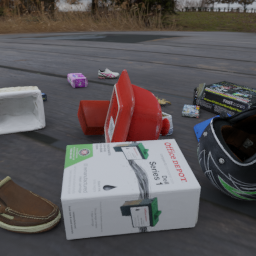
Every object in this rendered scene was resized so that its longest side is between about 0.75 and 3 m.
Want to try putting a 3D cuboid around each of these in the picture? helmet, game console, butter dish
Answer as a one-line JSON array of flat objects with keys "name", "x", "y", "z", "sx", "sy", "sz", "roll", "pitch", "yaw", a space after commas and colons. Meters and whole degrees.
[{"name": "helmet", "x": 2.885, "y": 0.677, "z": 6.903, "sx": 2.182, "sy": 2.289, "sz": 2.289, "roll": -19, "pitch": 19, "yaw": 20}, {"name": "game console", "x": 3.564, "y": 0.338, "z": 10.151, "sx": 1.764, "sy": 1.223, "sz": 2.067, "roll": 30, "pitch": 24, "yaw": -9}, {"name": "butter dish", "x": 0.377, "y": -0.143, "z": 8.613, "sx": 1.882, "sy": 2.539, "sz": 2.546, "roll": 9, "pitch": 29, "yaw": -14}]

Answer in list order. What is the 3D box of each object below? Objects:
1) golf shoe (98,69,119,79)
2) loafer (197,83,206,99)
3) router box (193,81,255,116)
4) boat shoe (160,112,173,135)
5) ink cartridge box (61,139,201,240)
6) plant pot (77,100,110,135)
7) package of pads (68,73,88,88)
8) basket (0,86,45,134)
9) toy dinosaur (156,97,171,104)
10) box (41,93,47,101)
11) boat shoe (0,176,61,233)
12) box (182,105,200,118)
[{"name": "golf shoe", "x": -1.252, "y": -3.519, "z": 18.120, "sx": 1.365, "sy": 0.629, "sz": 0.496, "roll": -3, "pitch": 24, "yaw": -9}, {"name": "loafer", "x": 3.162, "y": -1.605, "z": 12.261, "sx": 0.322, "sy": 0.348, "sz": 0.926, "roll": 7, "pitch": 49, "yaw": 28}, {"name": "router box", "x": 4.827, "y": -1.259, "z": 12.753, "sx": 2.234, "sy": 0.926, "sz": 2.982, "roll": -15, "pitch": 28, "yaw": -31}, {"name": "boat shoe", "x": 0.863, "y": -0.684, "z": 11.266, "sx": 0.971, "sy": 1.120, "sz": 2.627, "roll": -12, "pitch": 27, "yaw": -24}, {"name": "ink cartridge box", "x": -0.002, "y": 1.313, "z": 6.662, "sx": 2.879, "sy": 1.214, "sz": 2.103, "roll": -4, "pitch": 29, "yaw": -7}, {"name": "plant pot", "x": -1.230, "y": -0.325, "z": 10.296, "sx": 1.097, "sy": 1.098, "sz": 0.967, "roll": -1, "pitch": 64, "yaw": -17}, {"name": "package of pads", "x": -3.022, "y": -2.865, "z": 16.731, "sx": 0.906, "sy": 0.569, "sz": 1.503, "roll": -10, "pitch": 26, "yaw": -21}, {"name": "basket", "x": -4.523, "y": -0.772, "z": 10.972, "sx": 2.297, "sy": 1.557, "sz": 1.417, "roll": -8, "pitch": 24, "yaw": -17}, {"name": "toy dinosaur", "x": 1.508, "y": -1.248, "z": 13.459, "sx": 1.203, "sy": 0.350, "sz": 0.608, "roll": -11, "pitch": 28, "yaw": -23}, {"name": "box", "x": -4.968, "y": -1.544, "z": 14.076, "sx": 1.421, "sy": 0.362, "sz": 1.121, "roll": 17, "pitch": 30, "yaw": 33}, {"name": "boat shoe", "x": -2.778, "y": 1.627, "z": 6.380, "sx": 2.586, "sy": 0.957, "sz": 0.955, "roll": 7, "pitch": 25, "yaw": 15}, {"name": "box", "x": 2.827, "y": -0.751, "z": 12.516, "sx": 0.726, "sy": 0.212, "sz": 1.061, "roll": 7, "pitch": 25, "yaw": 15}]
